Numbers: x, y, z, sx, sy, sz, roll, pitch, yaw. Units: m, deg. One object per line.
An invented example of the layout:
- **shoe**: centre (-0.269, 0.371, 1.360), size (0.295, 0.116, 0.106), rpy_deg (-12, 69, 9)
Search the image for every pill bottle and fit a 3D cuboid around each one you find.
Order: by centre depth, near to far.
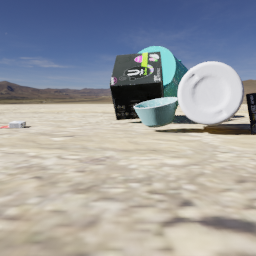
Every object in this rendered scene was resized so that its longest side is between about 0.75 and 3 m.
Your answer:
- **pill bottle**: centre (2.317, -0.883, 8.044), size (1.584, 1.584, 2.771), rpy_deg (2, 3, 15)

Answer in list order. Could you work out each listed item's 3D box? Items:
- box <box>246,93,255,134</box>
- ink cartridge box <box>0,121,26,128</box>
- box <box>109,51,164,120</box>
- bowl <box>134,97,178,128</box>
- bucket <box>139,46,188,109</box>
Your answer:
- **box**: centre (3.339, -0.407, 7.397), size (0.310, 1.019, 1.264), rpy_deg (-6, 2, 25)
- **ink cartridge box**: centre (-3.613, -0.109, 8.744), size (0.690, 0.175, 0.784), rpy_deg (0, 6, -10)
- **box**: centre (0.418, -1.644, 10.569), size (1.831, 1.532, 2.465), rpy_deg (-4, 39, 7)
- **bowl**: centre (0.801, -0.394, 7.580), size (1.193, 0.624, 1.193), rpy_deg (-11, 12, 3)
- **bucket**: centre (1.366, -2.267, 13.195), size (2.936, 2.936, 1.910), rpy_deg (4, -15, 31)
